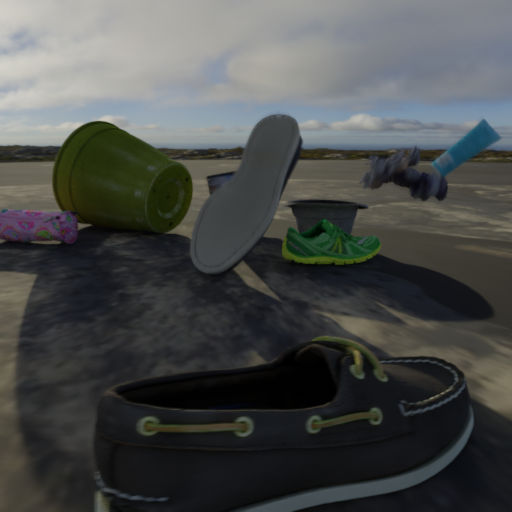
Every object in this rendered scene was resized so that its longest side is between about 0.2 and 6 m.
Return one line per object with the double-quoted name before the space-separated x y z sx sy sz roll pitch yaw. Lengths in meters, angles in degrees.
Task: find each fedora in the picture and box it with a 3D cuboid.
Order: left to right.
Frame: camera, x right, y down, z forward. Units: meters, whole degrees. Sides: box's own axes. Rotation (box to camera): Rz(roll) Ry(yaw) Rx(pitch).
"fedora" 1.382 -0.671 11.333 1.721 0.878 1.945 0 8 -4

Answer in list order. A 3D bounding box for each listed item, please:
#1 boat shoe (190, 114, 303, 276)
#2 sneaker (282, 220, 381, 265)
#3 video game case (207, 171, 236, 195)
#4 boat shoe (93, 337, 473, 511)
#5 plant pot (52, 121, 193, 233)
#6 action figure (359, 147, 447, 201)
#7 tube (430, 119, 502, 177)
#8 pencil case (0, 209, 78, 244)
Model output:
"boat shoe" -0.034 -0.908 9.511 1.181 3.250 1.019 17 -26 20
"sneaker" 1.344 -0.249 9.695 1.794 0.750 0.665 -2 12 -13
"video game case" -0.397 -1.225 12.474 1.192 1.318 0.168 -10 14 -4
"boat shoe" 0.386 1.010 3.652 2.834 0.853 1.010 -7 14 -30
"plant pot" -2.862 -1.605 12.857 2.422 2.515 2.515 20 21 28
"action figure" 2.256 -1.254 8.708 1.543 0.535 1.004 16 -22 -35
"tube" 4.082 -2.084 11.005 1.380 0.534 0.348 -37 -13 5
"pencil case" -4.504 -0.627 11.519 1.663 0.727 0.727 3 13 15
